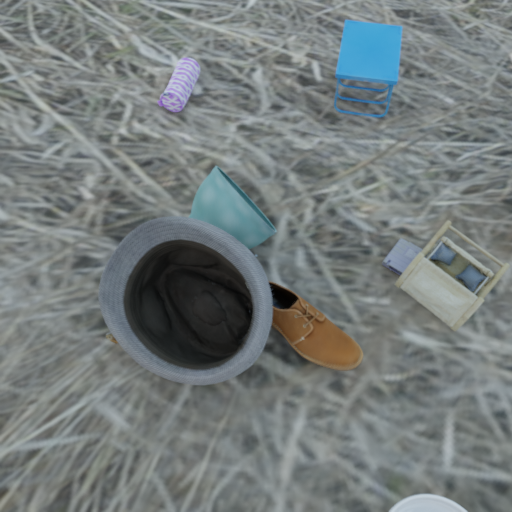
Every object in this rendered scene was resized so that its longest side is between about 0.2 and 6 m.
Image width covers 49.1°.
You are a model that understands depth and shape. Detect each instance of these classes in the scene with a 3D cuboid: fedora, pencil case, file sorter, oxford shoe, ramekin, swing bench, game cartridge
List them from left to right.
[{"bbox_3d":[-1.724,-3.858,12.647,0.593,0.582,1.388,2,54,26],"label":"pencil case"},{"bbox_3d":[-0.992,0.745,9.073,2.770,1.251,2.450,28,89,12],"label":"fedora"},{"bbox_3d":[0.823,1.140,9.272,2.132,0.760,0.760,31,61,22],"label":"oxford shoe"},{"bbox_3d":[2.450,-4.157,12.481,1.275,1.128,1.838,9,59,6],"label":"file sorter"},{"bbox_3d":[2.953,0.181,10.302,1.070,0.205,0.694,34,59,19],"label":"game cartridge"},{"bbox_3d":[2.305,4.032,7.513,1.464,0.768,1.464,0,58,0],"label":"ramekin"},{"bbox_3d":[3.378,0.352,9.741,1.302,0.849,1.309,39,65,15],"label":"swing bench"}]

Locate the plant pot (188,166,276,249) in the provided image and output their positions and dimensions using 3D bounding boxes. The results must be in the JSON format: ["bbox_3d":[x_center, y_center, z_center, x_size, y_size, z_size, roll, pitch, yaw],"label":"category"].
[{"bbox_3d":[-0.556,-0.667,10.162,1.080,1.612,1.612,-43,64,7],"label":"plant pot"}]

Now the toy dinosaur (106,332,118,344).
[{"bbox_3d":[-1.882,0.646,9.850,2.076,0.627,1.102,-43,92,-13],"label":"toy dinosaur"}]
